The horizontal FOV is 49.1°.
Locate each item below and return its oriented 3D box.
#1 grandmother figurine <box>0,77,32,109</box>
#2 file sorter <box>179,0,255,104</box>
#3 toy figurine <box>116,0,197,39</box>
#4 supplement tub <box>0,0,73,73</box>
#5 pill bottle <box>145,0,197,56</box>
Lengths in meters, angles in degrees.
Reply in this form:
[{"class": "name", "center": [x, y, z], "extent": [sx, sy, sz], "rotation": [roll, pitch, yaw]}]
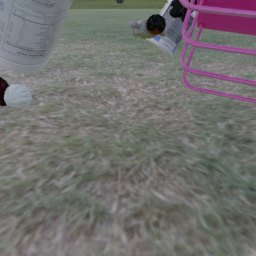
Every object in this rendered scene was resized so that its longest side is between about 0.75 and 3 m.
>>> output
[{"class": "grandmother figurine", "center": [-2.561, -0.814, 5.336], "extent": [1.722, 1.044, 0.521], "rotation": [22, 64, 20]}, {"class": "file sorter", "center": [1.692, -1.685, 3.826], "extent": [1.858, 2.674, 1.677], "rotation": [15, 71, 19]}, {"class": "toy figurine", "center": [0.606, -2.855, 5.862], "extent": [1.726, 1.753, 1.219], "rotation": [-36, 19, -10]}, {"class": "supplement tub", "center": [-1.977, -2.398, 5.540], "extent": [1.506, 2.283, 1.506], "rotation": [19, 46, -21]}, {"class": "pill bottle", "center": [1.487, -3.421, 9.023], "extent": [1.084, 1.906, 1.084], "rotation": [33, 13, -9]}]
